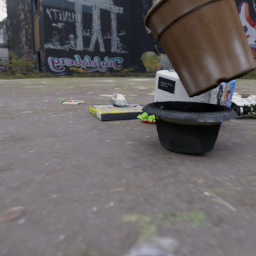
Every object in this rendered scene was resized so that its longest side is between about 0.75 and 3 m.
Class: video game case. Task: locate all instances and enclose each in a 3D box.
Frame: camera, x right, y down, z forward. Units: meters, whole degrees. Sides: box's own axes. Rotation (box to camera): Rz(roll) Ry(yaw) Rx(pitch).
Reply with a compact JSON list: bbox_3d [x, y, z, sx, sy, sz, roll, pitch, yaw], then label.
[{"bbox_3d":[-0.257,-0.775,13.168,2.678,0.342,2.421,-4,13,-19],"label":"video game case"}]

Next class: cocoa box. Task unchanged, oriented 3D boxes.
[{"bbox_3d":[2.475,-1.216,10.757,1.654,1.681,2.520,-19,33,-38],"label":"cocoa box"}]

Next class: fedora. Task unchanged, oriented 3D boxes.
[{"bbox_3d":[1.640,-0.017,7.822,2.711,1.238,2.711,0,13,0],"label":"fedora"}]

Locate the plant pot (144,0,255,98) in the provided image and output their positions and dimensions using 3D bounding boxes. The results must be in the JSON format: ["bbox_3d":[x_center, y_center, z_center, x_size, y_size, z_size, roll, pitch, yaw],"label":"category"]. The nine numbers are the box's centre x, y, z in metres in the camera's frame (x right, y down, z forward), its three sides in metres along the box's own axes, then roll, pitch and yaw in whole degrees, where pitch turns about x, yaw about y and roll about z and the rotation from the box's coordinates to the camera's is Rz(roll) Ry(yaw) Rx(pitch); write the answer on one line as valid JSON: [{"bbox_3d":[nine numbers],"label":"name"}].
[{"bbox_3d":[2.111,-2.346,7.750,2.547,2.521,2.547,-24,-1,-1],"label":"plant pot"}]

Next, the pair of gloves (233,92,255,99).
[{"bbox_3d":[6.378,-1.732,16.993,2.534,0.523,2.980,14,22,36],"label":"pair of gloves"}]

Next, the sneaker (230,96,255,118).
[{"bbox_3d":[5.234,-0.815,12.296,2.845,1.076,1.247,1,22,36],"label":"sneaker"}]

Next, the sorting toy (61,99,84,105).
[{"bbox_3d":[-3.548,-1.612,17.103,1.422,0.209,1.051,3,13,11],"label":"sorting toy"}]

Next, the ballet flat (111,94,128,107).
[{"bbox_3d":[-0.456,-1.394,13.951,0.617,0.617,1.716,-5,11,-19],"label":"ballet flat"}]

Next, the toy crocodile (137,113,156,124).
[{"bbox_3d":[0.920,-0.336,11.248,1.266,0.391,0.427,8,-25,35],"label":"toy crocodile"}]
